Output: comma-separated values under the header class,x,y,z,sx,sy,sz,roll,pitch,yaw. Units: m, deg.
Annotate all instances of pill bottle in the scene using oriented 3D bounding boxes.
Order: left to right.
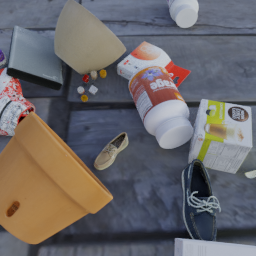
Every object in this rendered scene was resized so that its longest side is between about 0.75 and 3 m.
class,x,y,z,sx,sy,sz,roll,pitch,yaw
pill bottle,1.083,-0.715,9.218,1.503,1.503,2.679,-14,54,-10
pill bottle,2.598,-5.862,13.317,1.344,1.344,2.394,-2,53,-1

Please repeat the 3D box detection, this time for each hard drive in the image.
class,x,y,z,sx,sy,sz,roll,pitch,yaw
hard drive,-3.544,-2.719,10.820,1.932,0.455,2.769,15,43,-30

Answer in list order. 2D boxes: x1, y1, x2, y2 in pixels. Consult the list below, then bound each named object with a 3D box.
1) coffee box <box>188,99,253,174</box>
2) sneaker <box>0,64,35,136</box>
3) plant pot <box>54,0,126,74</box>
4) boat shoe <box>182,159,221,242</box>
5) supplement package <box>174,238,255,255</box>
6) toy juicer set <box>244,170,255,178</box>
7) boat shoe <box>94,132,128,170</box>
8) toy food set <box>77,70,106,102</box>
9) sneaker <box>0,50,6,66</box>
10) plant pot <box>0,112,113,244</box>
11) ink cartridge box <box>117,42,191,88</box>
class,x,y,z,sx,sy,sz,roll,pitch,yaw
coffee box,2.753,0.254,8.458,1.489,1.506,1.504,11,53,9
sneaker,-3.918,-1.000,9.787,1.596,0.995,2.979,7,56,4
plant pot,-1.723,-3.176,10.706,2.767,2.767,1.858,42,95,28
boat shoe,1.986,1.971,7.605,0.879,0.726,2.347,5,55,-3
supplement package,2.095,3.186,6.195,2.017,1.223,1.208,4,70,4
toy juicer set,4.699,1.646,7.955,1.426,0.610,2.242,-30,57,-21
boat shoe,-0.528,0.690,8.777,0.529,0.477,1.468,34,59,23
toy food set,-1.397,-1.614,10.499,0.664,0.626,1.391,31,85,-1
sneaker,-5.832,-2.711,11.270,1.718,0.717,0.693,-36,60,-24
plant pot,-2.106,1.372,6.956,2.076,2.966,2.966,-44,63,-10
ink cartridge box,1.046,-2.367,11.099,2.369,0.594,1.922,28,58,23
